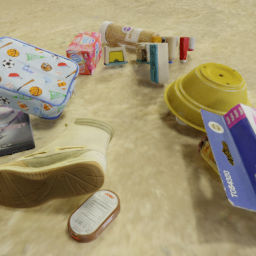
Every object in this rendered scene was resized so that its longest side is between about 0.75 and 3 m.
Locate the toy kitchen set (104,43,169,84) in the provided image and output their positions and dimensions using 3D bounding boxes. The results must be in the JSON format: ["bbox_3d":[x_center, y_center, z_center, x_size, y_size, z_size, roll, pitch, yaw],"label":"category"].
[{"bbox_3d":[0.199,-2.294,9.968,1.763,1.297,2.201,-9,19,-14],"label":"toy kitchen set"}]

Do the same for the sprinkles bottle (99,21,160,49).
[{"bbox_3d":[0.039,-3.874,11.945,2.613,0.892,0.892,20,43,23],"label":"sprinkles bottle"}]

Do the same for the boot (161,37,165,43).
[{"bbox_3d":[1.581,-3.786,12.238,1.222,0.426,0.804,19,35,14],"label":"boot"}]

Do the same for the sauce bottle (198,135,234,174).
[{"bbox_3d":[2.381,0.956,6.011,0.710,0.710,2.150,-18,43,-21],"label":"sauce bottle"}]

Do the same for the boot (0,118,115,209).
[{"bbox_3d":[-1.674,0.640,6.207,2.705,0.985,2.102,-12,26,12],"label":"boot"}]

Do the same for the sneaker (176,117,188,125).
[{"bbox_3d":[2.196,-0.613,7.999,1.664,0.664,1.083,-4,46,11],"label":"sneaker"}]

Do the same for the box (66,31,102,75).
[{"bbox_3d":[-1.611,-2.859,10.599,0.917,0.957,1.920,4,38,6],"label":"box"}]

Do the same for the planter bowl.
[{"bbox_3d":[2.442,-1.077,7.903,2.661,1.108,2.661,7,42,-6],"label":"planter bowl"}]

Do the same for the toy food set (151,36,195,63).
[{"bbox_3d":[1.899,-3.097,11.156,1.094,1.032,2.293,15,23,36],"label":"toy food set"}]

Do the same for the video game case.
[{"bbox_3d":[-3.754,-0.140,7.760,1.977,0.263,2.768,-14,40,-17],"label":"video game case"}]

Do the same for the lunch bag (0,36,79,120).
[{"bbox_3d":[-2.705,-1.446,7.983,2.567,0.970,2.057,20,54,-11],"label":"lunch bag"}]

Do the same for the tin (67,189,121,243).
[{"bbox_3d":[-0.642,1.686,5.484,0.680,0.254,1.215,28,46,25],"label":"tin"}]

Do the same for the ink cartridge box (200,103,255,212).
[{"bbox_3d":[3.108,0.629,5.797,2.854,0.618,2.803,17,37,-13],"label":"ink cartridge box"}]
